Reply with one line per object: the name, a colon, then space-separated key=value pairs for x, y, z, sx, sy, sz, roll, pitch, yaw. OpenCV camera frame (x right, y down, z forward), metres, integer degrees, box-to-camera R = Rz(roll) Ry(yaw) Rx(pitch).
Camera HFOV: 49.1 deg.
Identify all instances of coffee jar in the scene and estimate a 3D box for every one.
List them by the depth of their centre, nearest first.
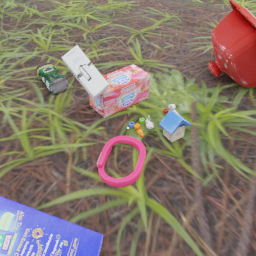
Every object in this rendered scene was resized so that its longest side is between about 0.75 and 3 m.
coffee jar: x=-2.858 y=-1.878 z=10.452 sx=0.758 sy=0.620 sz=1.453 roll=-27 pitch=49 yaw=-24

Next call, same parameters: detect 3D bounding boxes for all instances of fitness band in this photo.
fitness band: x=-0.155 y=0.868 z=7.584 sx=1.191 sy=0.310 sz=1.659 roll=12 pitch=43 yaw=9

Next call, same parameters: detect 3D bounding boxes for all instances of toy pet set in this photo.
toy pet set: x=1.031 y=-0.278 z=8.472 sx=1.543 sy=0.820 sz=1.441 roll=-24 pitch=46 yaw=-24

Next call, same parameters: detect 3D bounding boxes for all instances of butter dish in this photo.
butter dish: x=4.030 y=-2.690 z=10.350 sx=2.174 sy=2.934 sz=2.942 roll=-31 pitch=40 yaw=22

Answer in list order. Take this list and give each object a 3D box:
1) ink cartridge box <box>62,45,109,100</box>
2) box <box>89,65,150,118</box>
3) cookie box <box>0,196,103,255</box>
ink cartridge box: x=-1.181 y=-1.529 z=7.949 sx=0.577 sy=1.370 sz=1.000 roll=-40 pitch=6 yaw=-4
box: x=-0.278 y=-1.276 z=9.491 sx=1.955 sy=1.003 sz=0.926 roll=-26 pitch=48 yaw=-29
cookie box: x=-1.792 y=2.458 z=4.677 sx=2.309 sy=0.868 sz=1.975 roll=25 pitch=41 yaw=-9
